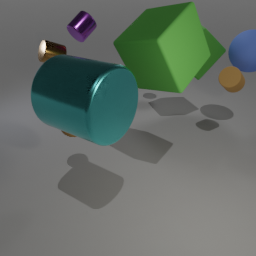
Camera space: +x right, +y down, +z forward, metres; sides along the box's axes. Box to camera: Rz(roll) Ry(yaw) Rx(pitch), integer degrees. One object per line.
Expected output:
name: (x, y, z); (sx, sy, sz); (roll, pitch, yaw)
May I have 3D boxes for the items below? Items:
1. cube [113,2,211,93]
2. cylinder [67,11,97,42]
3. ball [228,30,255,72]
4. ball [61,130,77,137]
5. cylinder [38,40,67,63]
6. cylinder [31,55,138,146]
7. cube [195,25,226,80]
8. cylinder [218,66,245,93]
cube: (0.813, -1.827, 6.486); (1.400, 1.400, 1.400); (15, 58, 45)
cylinder: (-1.485, -3.257, 9.009); (0.700, 0.700, 0.700); (26, 73, 38)
ball: (4.155, -2.604, 9.514); (1.400, 1.400, 1.400); (0, 29, 0)
ball: (-1.467, -0.104, 7.447); (0.700, 0.700, 0.700); (0, 29, 0)
cylinder: (-2.434, -2.399, 9.006); (0.700, 0.700, 0.700); (7, 21, -36)
cylinder: (-0.758, -0.534, 5.076); (1.400, 1.400, 1.400); (18, 34, 32)
cube: (2.317, -2.880, 10.086); (1.400, 1.400, 1.400); (26, 24, -38)
cylinder: (3.386, -1.569, 9.124); (0.700, 0.700, 0.700); (21, 4, 33)
